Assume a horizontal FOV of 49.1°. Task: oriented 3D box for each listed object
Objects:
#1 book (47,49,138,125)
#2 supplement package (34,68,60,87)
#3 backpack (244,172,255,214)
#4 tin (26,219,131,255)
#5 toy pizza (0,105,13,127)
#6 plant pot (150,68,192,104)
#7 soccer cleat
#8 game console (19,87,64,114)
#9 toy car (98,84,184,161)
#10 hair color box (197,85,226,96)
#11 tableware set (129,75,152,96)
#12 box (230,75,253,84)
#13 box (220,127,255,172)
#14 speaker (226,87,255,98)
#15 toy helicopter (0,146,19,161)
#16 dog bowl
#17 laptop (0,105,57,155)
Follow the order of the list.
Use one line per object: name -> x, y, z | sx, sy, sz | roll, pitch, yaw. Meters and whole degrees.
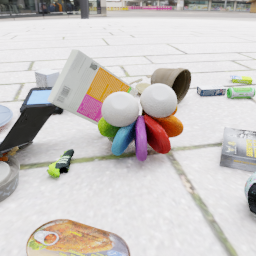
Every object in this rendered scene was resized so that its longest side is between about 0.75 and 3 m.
book -> -1.058, -1.074, 9.130 | 2.655, 1.774, 0.638 | 29, -4, -42
supplement package -> -4.190, -2.574, 14.629 | 1.073, 0.808, 0.814 | 20, 33, 34
backpack -> 3.430, 1.548, 6.284 | 1.514, 1.264, 0.958 | 6, 7, 18
tin -> -0.951, 2.394, 5.313 | 2.053, 0.430, 1.150 | 10, 24, 19
toy pizza -> -5.722, -0.251, 10.479 | 2.708, 0.429, 2.708 | 1, 26, -1
plant pot -> 1.820, -2.053, 12.511 | 1.388, 1.599, 1.599 | 30, 39, 35
soccer cleat -> -1.830, 1.027, 8.079 | 0.493, 0.411, 1.217 | 26, 33, 10
game console -> -3.318, -1.954, 12.394 | 2.620, 1.734, 2.980 | -3, 27, -7
toy car -> 0.426, 0.039, 8.403 | 2.559, 2.239, 1.919 | -13, 64, -7
hair color box -> 4.050, -1.821, 13.624 | 1.242, 0.376, 0.621 | -4, 27, -7
tableware set -> 1.243, -2.017, 13.904 | 2.128, 0.426, 1.406 | -28, 55, -33
box -> 6.204, -2.675, 15.427 | 1.137, 0.271, 0.693 | 6, 28, 12
box -> 3.682, 0.638, 8.681 | 1.489, 0.454, 1.880 | 10, 28, 18
speaker -> 5.307, -1.666, 13.171 | 1.222, 0.541, 0.541 | -1, 27, -3
toy helicopter -> -3.431, 0.770, 7.977 | 0.910, 0.359, 0.602 | -35, -3, 34
dog bowl -> -3.706, 1.343, 7.205 | 1.836, 0.538, 1.836 | 0, 26, 0
laptop -> -3.620, -0.049, 8.322 | 2.368, 1.372, 2.217 | 4, 6, 7
